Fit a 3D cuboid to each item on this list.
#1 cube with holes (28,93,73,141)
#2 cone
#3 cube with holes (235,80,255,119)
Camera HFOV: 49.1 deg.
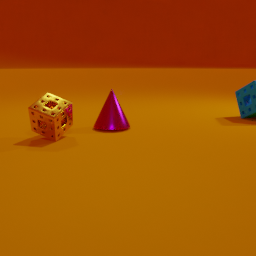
[{"bbox_3d":[-1.799,-0.265,6.607,0.704,0.704,0.704,22,43,14],"label":"cube with holes"},{"bbox_3d":[-0.448,-0.555,7.778,1.054,1.058,1.054,0,9,0],"label":"cone"},{"bbox_3d":[4.200,-0.902,8.950,0.942,0.942,0.942,-4,-13,-17],"label":"cube with holes"}]
